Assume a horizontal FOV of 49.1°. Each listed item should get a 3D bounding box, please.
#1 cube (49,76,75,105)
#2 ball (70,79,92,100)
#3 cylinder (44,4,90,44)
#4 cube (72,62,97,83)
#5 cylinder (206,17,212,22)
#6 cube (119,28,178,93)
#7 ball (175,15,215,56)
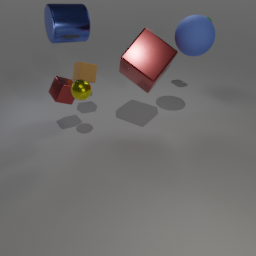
[{"bbox_3d":[-2.306,-1.347,10.051,0.700,0.700,0.700,7,31,-45],"label":"cube"},{"bbox_3d":[-1.554,-1.265,9.300,0.700,0.700,0.700,0,32,0],"label":"ball"},{"bbox_3d":[-2.339,-4.009,10.751,1.400,1.400,1.400,-12,34,-26],"label":"cylinder"},{"bbox_3d":[-1.694,-2.169,10.953,0.700,0.700,0.700,3,7,-34],"label":"cube"},{"bbox_3d":[3.116,-4.408,12.007,0.700,0.700,0.700,-14,28,-21],"label":"cylinder"},{"bbox_3d":[0.660,-2.328,9.888,1.400,1.400,1.400,37,81,1],"label":"cube"},{"bbox_3d":[2.362,-3.258,9.919,1.400,1.400,1.400,0,32,0],"label":"ball"}]
